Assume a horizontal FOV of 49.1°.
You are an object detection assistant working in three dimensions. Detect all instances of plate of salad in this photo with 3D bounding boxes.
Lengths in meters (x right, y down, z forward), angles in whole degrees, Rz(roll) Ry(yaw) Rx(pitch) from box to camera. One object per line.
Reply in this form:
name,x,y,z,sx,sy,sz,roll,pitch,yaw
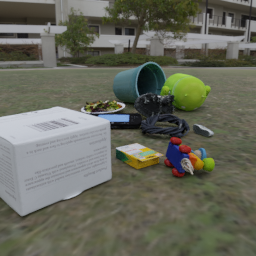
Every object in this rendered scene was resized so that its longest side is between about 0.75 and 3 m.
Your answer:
plate of salad,-1.205,-1.077,13.461,2.126,0.511,2.126,-4,19,1

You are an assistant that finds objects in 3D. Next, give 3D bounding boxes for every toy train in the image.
toy train,1.599,0.840,6.617,1.010,0.739,1.745,10,13,-14

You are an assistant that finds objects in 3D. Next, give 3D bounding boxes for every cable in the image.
cable,1.300,-0.066,10.272,1.709,0.532,2.095,-5,18,1

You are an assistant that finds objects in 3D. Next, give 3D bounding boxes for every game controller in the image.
game controller,-0.570,-0.303,10.984,2.241,0.472,1.169,0,15,1

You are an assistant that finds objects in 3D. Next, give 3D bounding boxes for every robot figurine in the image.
robot figurine,2.849,-1.863,14.311,2.572,1.696,2.931,-1,16,-13

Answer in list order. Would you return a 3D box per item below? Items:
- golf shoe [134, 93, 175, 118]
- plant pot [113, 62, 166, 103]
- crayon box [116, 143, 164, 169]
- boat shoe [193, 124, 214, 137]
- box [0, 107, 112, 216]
golf shoe,0.928,-0.984,12.492,1.394,1.147,2.951,7,6,34
plant pot,0.517,-2.318,15.372,2.335,2.335,2.287,-13,12,-39
crayon box,0.294,0.757,7.461,0.741,0.304,1.179,-10,18,-34
boat shoe,2.642,0.087,9.934,0.267,0.307,0.832,-3,19,-34
box,-1.866,0.514,6.200,2.216,1.448,2.204,15,21,43
